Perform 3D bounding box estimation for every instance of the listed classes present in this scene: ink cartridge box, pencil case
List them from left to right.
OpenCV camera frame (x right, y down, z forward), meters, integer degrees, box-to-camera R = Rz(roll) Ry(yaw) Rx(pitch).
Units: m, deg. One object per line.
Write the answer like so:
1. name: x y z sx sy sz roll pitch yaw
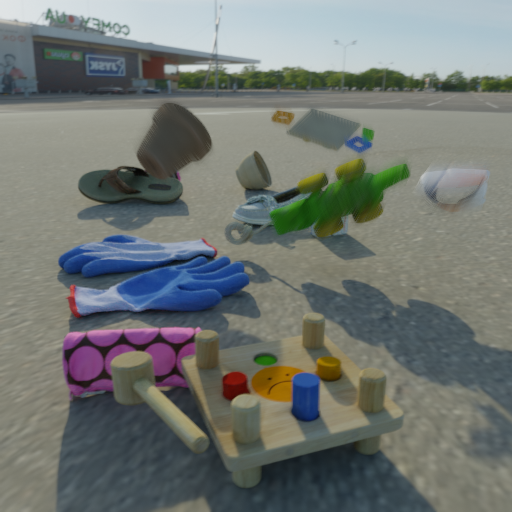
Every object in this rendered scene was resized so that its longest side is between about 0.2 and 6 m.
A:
1. pencil case: -1.385 1.228 6.478 1.599 0.749 0.726 -3 -26 -8
2. ink cartridge box: 1.626 -0.745 12.387 0.770 0.563 0.330 -9 21 -25

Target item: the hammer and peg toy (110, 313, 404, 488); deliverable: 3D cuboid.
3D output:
1. hammer and peg toy: -0.054 1.439 5.540 2.519 0.888 1.853 -7 22 -20

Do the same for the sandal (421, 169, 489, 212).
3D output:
1. sandal: 3.233 -1.017 8.795 0.862 0.645 2.250 7 13 31

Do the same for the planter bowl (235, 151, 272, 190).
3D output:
1. planter bowl: -0.129 -2.470 16.853 0.784 1.165 1.165 -23 12 19

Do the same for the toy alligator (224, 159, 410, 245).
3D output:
1. toy alligator: 1.064 -0.858 10.407 3.740 1.109 1.015 -20 11 11

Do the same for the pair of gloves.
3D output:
1. pair of gloves: -1.915 0.179 9.942 2.973 0.421 3.698 -7 21 -20

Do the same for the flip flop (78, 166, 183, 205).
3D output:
1. flip flop: -3.400 -1.995 15.143 2.834 0.816 1.149 6 55 5

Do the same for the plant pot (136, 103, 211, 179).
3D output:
1. plant pot: -1.749 -2.175 11.140 1.324 1.324 1.154 16 58 40

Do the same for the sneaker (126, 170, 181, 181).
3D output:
1. sneaker: -3.230 -2.132 16.173 2.128 0.785 0.931 2 18 20

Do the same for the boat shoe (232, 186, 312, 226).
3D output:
1. boat shoe: 0.513 -1.273 13.561 2.492 0.799 0.919 -12 22 -32

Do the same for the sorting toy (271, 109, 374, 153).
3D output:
1. sorting toy: 1.324 -2.455 11.090 2.137 0.291 1.203 24 47 22
